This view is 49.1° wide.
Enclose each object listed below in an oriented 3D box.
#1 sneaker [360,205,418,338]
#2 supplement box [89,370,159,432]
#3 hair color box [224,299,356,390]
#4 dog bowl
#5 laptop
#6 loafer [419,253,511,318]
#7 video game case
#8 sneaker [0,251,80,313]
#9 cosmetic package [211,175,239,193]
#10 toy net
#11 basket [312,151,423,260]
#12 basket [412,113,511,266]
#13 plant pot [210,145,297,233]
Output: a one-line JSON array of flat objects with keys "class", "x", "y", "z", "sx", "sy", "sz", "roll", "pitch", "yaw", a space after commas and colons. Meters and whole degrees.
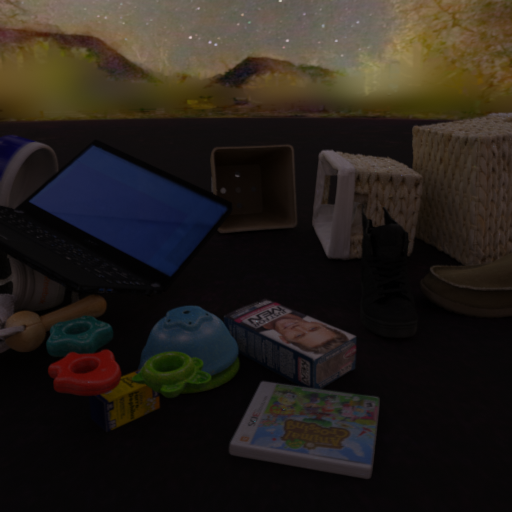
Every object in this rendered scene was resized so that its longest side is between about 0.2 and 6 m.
[{"class": "sneaker", "x": 2.003, "y": 0.145, "z": 8.782, "sx": 0.801, "sy": 1.390, "sz": 2.666, "roll": 1, "pitch": 17, "yaw": 5}, {"class": "supplement box", "x": -1.428, "y": 1.559, "z": 6.085, "sx": 0.661, "sy": 0.360, "sz": 0.362, "roll": -16, "pitch": 24, "yaw": -41}, {"class": "hair color box", "x": 0.405, "y": 1.100, "z": 7.236, "sx": 0.813, "sy": 0.492, "sz": 1.625, "roll": -20, "pitch": 27, "yaw": -39}, {"class": "dog bowl", "x": -4.643, "y": -1.385, "z": 10.895, "sx": 0.715, "sy": 1.814, "sz": 1.814, "roll": 18, "pitch": 20, "yaw": 4}, {"class": "laptop", "x": -2.672, "y": -0.905, "z": 8.894, "sx": 3.329, "sy": 1.940, "sz": 3.757, "roll": 26, "pitch": 2, "yaw": 16}, {"class": "loafer", "x": 4.131, "y": 0.332, "z": 8.783, "sx": 3.055, "sy": 1.030, "sz": 1.161, "roll": 1, "pitch": 18, "yaw": 4}, {"class": "video game case", "x": 0.551, "y": 1.751, "z": 5.833, "sx": 1.366, "sy": 0.151, "sz": 1.244, "roll": 5, "pitch": 19, "yaw": 14}, {"class": "sneaker", "x": -3.994, "y": 0.210, "z": 9.422, "sx": 1.335, "sy": 1.230, "sz": 3.338, "roll": 6, "pitch": 14, "yaw": -40}, {"class": "cosmetic package", "x": -0.837, "y": -2.248, "z": 17.657, "sx": 0.829, "sy": 0.509, "sz": 0.826, "roll": -15, "pitch": 23, "yaw": -42}, {"class": "toy net", "x": -2.357, "y": 1.188, "z": 6.713, "sx": 4.153, "sy": 0.802, "sz": 2.179, "roll": 1, "pitch": 20, "yaw": 10}, {"class": "basket", "x": 2.290, "y": -1.141, "z": 12.078, "sx": 1.739, "sy": 1.911, "sz": 2.820, "roll": 4, "pitch": 18, "yaw": -2}, {"class": "basket", "x": 4.774, "y": -1.388, "z": 11.540, "sx": 2.238, "sy": 2.782, "sz": 2.757, "roll": -9, "pitch": 19, "yaw": -10}, {"class": "plant pot", "x": -0.227, "y": -1.650, "z": 13.840, "sx": 1.957, "sy": 1.954, "sz": 1.732, "roll": -5, "pitch": 7, "yaw": -15}]
